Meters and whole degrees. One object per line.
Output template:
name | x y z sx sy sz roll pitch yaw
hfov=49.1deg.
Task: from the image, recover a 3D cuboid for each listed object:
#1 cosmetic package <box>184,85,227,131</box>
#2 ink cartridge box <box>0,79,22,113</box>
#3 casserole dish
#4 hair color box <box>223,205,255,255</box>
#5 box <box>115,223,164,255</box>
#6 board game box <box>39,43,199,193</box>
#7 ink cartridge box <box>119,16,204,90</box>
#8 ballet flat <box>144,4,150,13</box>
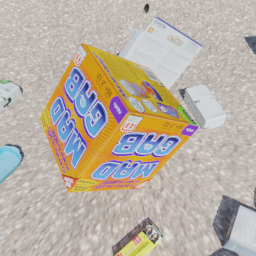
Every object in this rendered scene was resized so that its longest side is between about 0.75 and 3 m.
cosmetic package | 2.532 -0.705 9.330 0.775 0.564 1.524 -15 51 -12
ink cartridge box | -4.417 -1.093 9.691 0.844 0.478 1.151 27 56 21
casserole dish | -3.707 1.158 7.966 0.926 0.297 1.528 27 56 20
hair color box | 3.365 2.729 6.469 1.989 0.603 0.984 22 54 18
box | 0.257 2.817 6.588 1.212 0.304 0.456 -33 58 -24
board game box | -0.327 -0.141 6.976 2.415 2.416 2.417 9 38 -44
ink cartridge box | 0.857 -2.115 8.686 2.292 2.297 0.466 15 36 -40
ballet flat | 0.902 -5.885 13.860 0.260 0.222 0.781 40 47 -26
